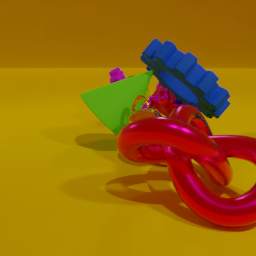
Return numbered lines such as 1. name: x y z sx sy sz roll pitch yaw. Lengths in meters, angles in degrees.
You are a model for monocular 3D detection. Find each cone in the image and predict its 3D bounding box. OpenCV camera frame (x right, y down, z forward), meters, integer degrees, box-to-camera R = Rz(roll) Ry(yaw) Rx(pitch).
1. cone: 0.018 -0.649 5.406 1.321 1.316 1.316 -44 13 6

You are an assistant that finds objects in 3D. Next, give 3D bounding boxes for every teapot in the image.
1. teapot: 0.437 0.093 4.531 0.702 1.433 0.891 -31 -18 17

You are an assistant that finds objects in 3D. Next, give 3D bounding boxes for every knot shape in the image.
1. knot shape: 0.872 0.281 3.452 1.831 0.846 1.713 24 19 13

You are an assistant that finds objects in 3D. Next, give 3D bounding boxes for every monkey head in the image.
1. monkey head: 1.081 -0.578 7.370 1.134 1.353 1.881 36 25 -20

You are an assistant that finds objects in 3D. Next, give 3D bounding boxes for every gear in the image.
1. gear: -0.134 -1.061 7.904 0.236 1.273 1.273 -21 8 15
2. gear: 1.124 -0.955 5.658 1.974 0.365 1.974 40 0 0

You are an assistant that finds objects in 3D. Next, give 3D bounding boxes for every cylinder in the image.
1. cylinder: 0.304 -1.388 10.403 0.858 0.858 0.858 6 -16 23
